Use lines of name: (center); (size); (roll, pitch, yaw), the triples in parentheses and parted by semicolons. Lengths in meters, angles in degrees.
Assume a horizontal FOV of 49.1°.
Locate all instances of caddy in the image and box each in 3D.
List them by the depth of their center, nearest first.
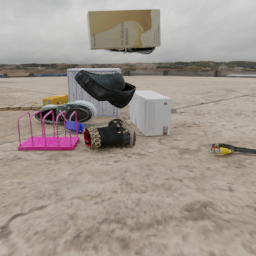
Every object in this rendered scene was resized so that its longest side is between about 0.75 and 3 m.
caddy: (-2.068, -0.010, 10.899); (0.811, 0.426, 0.573); (9, -7, 36)

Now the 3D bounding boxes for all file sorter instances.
file sorter: (-2.586, 0.035, 9.226); (1.740, 1.092, 1.210); (0, 14, 0)

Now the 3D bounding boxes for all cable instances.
cable: (3.145, 0.714, 8.450); (1.520, 0.382, 0.738); (10, -5, -9)

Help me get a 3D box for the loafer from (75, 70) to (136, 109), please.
loafer: (-0.593, -1.321, 8.615); (0.951, 0.984, 2.802); (48, 15, 22)

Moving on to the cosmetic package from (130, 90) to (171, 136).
cosmetic package: (0.838, -0.709, 11.591); (1.065, 1.462, 2.876); (-2, 13, -9)

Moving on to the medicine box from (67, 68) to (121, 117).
medicine box: (-1.677, -1.833, 14.276); (2.584, 2.354, 1.330); (1, 14, 2)

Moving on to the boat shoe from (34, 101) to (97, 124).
boat shoe: (-2.759, -0.528, 12.237); (2.848, 1.027, 1.010); (-4, 22, 22)

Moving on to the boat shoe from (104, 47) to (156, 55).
boat shoe: (-0.049, -3.787, 12.643); (2.626, 0.970, 0.897); (11, 10, -12)

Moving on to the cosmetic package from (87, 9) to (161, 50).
cosmetic package: (-0.145, -3.315, 9.467); (2.392, 1.258, 0.850); (-7, 17, -9)

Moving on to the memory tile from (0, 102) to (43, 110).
memory tile: (-6.165, -1.302, 16.655); (2.598, 0.218, 1.992); (-2, 13, -4)

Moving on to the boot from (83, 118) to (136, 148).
boot: (-0.754, 0.164, 9.552); (1.525, 0.741, 2.025); (-5, 20, -22)

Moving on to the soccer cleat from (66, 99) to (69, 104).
soccer cleat: (-3.163, -1.505, 16.852); (1.158, 0.469, 0.391); (7, 14, 3)

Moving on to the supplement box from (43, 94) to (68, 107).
supplement box: (-4.200, -1.528, 16.518); (0.742, 0.718, 2.157); (2, 13, 10)
